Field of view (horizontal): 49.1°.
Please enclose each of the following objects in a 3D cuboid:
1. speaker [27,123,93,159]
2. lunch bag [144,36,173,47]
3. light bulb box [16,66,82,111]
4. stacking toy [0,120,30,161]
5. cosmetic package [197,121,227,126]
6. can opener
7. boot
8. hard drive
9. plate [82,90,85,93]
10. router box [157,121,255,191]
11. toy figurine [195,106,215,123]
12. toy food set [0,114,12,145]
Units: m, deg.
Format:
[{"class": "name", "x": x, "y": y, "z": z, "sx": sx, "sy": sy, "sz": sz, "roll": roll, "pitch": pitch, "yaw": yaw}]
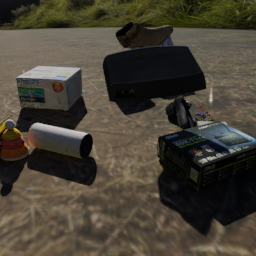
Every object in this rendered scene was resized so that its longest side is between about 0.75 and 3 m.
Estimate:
[{"class": "speaker", "x": -2.052, "y": 0.381, "z": 8.505, "sx": 1.930, "sy": 0.784, "sz": 0.784, "roll": 10, "pitch": 27, "yaw": 22}, {"class": "lunch bag", "x": 1.634, "y": -4.210, "z": 16.524, "sx": 2.014, "sy": 2.376, "sz": 1.510, "roll": -13, "pitch": 28, "yaw": -28}, {"class": "light bulb box", "x": -3.412, "y": -1.846, "z": 12.573, "sx": 2.202, "sy": 1.386, "sz": 2.222, "roll": 4, "pitch": 26, "yaw": 8}, {"class": "stacking toy", "x": -3.392, "y": 0.305, "z": 8.214, "sx": 0.844, "sy": 1.155, "sz": 0.844, "roll": 0, "pitch": 26, "yaw": 0}, {"class": "cosmetic package", "x": 2.918, "y": 0.043, "z": 9.655, "sx": 0.986, "sy": 0.445, "sz": 0.527, "roll": -2, "pitch": 21, "yaw": 2}, {"class": "can opener", "x": 2.089, "y": -0.435, "z": 10.524, "sx": 0.818, "sy": 1.015, "sz": 2.581, "roll": 35, "pitch": 21, "yaw": -19}, {"class": "boot", "x": 0.526, "y": -3.399, "z": 10.053, "sx": 1.849, "sy": 0.649, "sz": 1.352, "roll": -25, "pitch": -26, "yaw": 28}, {"class": "hard drive", "x": 0.554, "y": -1.306, "z": 6.393, "sx": 2.183, "sy": 0.462, "sz": 1.473, "roll": -8, "pitch": 49, "yaw": -6}, {"class": "plate", "x": -2.588, "y": -1.864, "z": 14.166, "sx": 0.807, "sy": 0.103, "sz": 0.807, "roll": 1, "pitch": 25, "yaw": 0}, {"class": "router box", "x": 2.319, "y": 0.650, "z": 7.941, "sx": 2.419, "sy": 0.752, "sz": 1.813, "roll": -13, "pitch": 28, "yaw": -26}, {"class": "toy figurine", "x": 2.828, "y": -0.314, "z": 10.553, "sx": 0.946, "sy": 0.567, "sz": 0.499, "roll": 52, "pitch": 26, "yaw": 5}, {"class": "toy food set", "x": -3.963, "y": 0.338, "z": 8.710, "sx": 1.003, "sy": 0.557, "sz": 1.704, "roll": -31, "pitch": 27, "yaw": 22}]
